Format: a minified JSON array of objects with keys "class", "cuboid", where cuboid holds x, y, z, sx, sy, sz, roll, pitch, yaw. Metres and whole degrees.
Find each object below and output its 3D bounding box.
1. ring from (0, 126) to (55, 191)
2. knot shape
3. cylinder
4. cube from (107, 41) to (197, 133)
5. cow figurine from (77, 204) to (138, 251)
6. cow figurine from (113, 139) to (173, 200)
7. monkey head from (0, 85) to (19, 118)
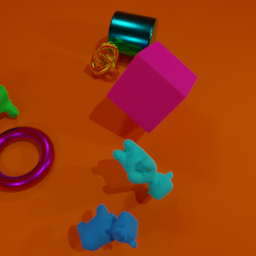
[{"class":"ring","cuboid":[-2.601,0.694,6.705,1.686,0.337,1.686,0,58,-1]},{"class":"knot shape","cuboid":[-0.565,-1.848,7.940,0.981,1.049,0.485,43,47,-9]},{"class":"cylinder","cuboid":[0.154,-2.720,8.265,1.222,1.222,1.222,14,59,8]},{"class":"cube","cuboid":[0.595,-0.991,6.644,1.353,1.353,1.353,42,36,-1]},{"class":"cow figurine","cuboid":[-0.377,1.932,5.163,1.154,0.633,1.135,-40,27,-1]},{"class":"cow figurine","cuboid":[0.360,0.893,5.936,0.711,1.275,1.296,-44,61,6]},{"class":"monkey head","cuboid":[-3.359,-0.541,7.058,1.031,1.433,0.864,53,45,-15]}]
